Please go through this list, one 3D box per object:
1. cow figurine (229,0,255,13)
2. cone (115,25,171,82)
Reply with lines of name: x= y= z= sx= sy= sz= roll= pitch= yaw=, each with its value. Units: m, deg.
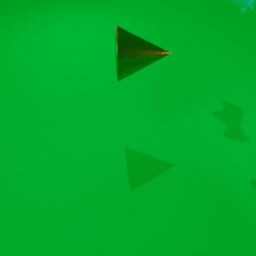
cow figurine: x=3.096 y=-3.747 z=7.629 sx=1.445 sy=0.793 sz=1.422 roll=-18 pitch=58 yaw=-44
cone: x=0.381 y=-1.793 z=6.761 sx=1.330 sy=1.325 sz=1.325 roll=-2 pitch=49 yaw=-3
